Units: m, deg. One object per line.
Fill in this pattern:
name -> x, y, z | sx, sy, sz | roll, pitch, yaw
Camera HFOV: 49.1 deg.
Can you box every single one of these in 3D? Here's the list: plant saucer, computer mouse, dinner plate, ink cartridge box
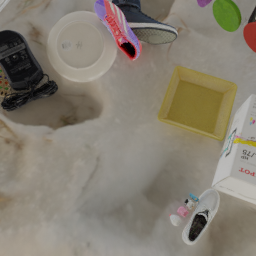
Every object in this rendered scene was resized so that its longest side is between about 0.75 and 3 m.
plant saucer -> 2.121, -0.725, 8.661 | 2.032, 0.492, 2.032 | 19, 71, 6
computer mouse -> -3.534, -1.896, 9.066 | 1.825, 0.695, 2.635 | -25, 82, -9
dinner plate -> -1.527, -2.679, 9.098 | 2.346, 0.284, 2.346 | 0, 89, 4
ink cartridge box -> 3.541, 0.702, 7.455 | 1.718, 1.710, 2.341 | 20, 71, 9

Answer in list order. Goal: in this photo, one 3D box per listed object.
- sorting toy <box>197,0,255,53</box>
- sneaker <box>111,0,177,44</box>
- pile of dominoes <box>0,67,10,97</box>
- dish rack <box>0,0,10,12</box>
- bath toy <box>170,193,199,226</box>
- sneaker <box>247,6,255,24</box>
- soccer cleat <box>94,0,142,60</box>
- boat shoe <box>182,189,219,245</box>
sorting toy -> 2.678, -2.747, 6.533 | 0.845, 0.851, 2.454 | -37, 63, -4
sneaker -> 0.540, -3.895, 9.597 | 2.493, 0.948, 1.801 | 10, 72, 5
pile of dominoes -> -4.539, -1.657, 9.133 | 1.271, 0.260, 1.631 | -10, 70, -3
dish rack -> -4.934, -4.718, 10.302 | 0.914, 0.232, 1.065 | 25, 70, 10
bath toy -> 1.507, 2.218, 7.633 | 0.982, 0.427, 0.363 | -45, 42, -11
sneaker -> 5.037, -4.052, 9.773 | 1.189, 0.779, 2.059 | 27, 71, 7
soccer cleat -> -0.301, -3.076, 8.822 | 0.705, 2.113, 0.808 | -26, 30, 29
boat shoe -> 1.976, 2.332, 7.470 | 0.594, 0.566, 1.651 | 38, 74, 13
